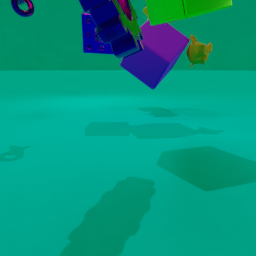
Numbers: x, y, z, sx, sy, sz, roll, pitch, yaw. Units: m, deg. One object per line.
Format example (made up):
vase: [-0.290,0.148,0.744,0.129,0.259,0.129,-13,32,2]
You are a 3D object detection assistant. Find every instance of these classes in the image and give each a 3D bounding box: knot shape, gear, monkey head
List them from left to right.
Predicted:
knot shape: [-2.717,-3.421,7.085,0.488,1.056,0.988,-11,40,-7]
gear: [-0.319,-2.111,4.422,0.369,1.996,1.996,-20,7,17]
monkey head: [0.989,-4.241,11.575,1.851,1.332,1.116,-49,7,-36]
monkey head: [2.178,-2.352,8.578,0.656,1.089,0.783,20,52,31]

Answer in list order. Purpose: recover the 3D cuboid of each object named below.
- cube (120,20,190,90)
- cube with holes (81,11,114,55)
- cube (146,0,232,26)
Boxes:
cube: [0.804,-2.325,8.677,1.365,1.365,1.365,37,59,4]
cube with holes: [-0.790,-3.184,9.098,1.188,1.188,1.188,3,34,1]
cube: [1.280,-3.201,6.288,1.367,1.367,1.367,-22,21,-23]
